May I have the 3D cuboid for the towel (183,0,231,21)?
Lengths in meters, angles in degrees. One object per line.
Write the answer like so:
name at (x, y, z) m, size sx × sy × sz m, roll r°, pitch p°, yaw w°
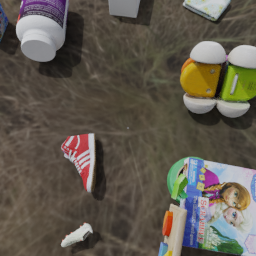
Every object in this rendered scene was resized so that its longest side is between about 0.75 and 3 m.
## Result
towel at (2.858, -4.562, 10.146) m, size 1.400 × 0.337 × 1.199 m, roll 33°, pitch 72°, yaw 14°

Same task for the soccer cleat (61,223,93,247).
soccer cleat at (-1.201, 2.569, 6.585) m, size 0.790 × 0.274 × 0.307 m, roll -35°, pitch 59°, yaw -12°

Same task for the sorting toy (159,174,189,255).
sorting toy at (0.958, 2.110, 6.106) m, size 0.324 × 1.629 × 2.204 m, roll 11°, pitch 79°, yaw 3°

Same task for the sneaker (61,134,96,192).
sneaker at (-1.325, 0.917, 7.459) m, size 0.934 × 0.592 × 1.661 m, roll -1°, pitch 58°, yaw -5°

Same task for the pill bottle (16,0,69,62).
pill bottle at (-2.719, -3.502, 9.009) m, size 1.473 × 1.473 × 2.620 m, roll 0°, pitch 65°, yaw 0°

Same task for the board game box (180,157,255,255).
board game box at (2.315, 1.921, 6.815) m, size 2.063 × 0.425 × 2.068 m, roll 10°, pitch 72°, yaw -5°

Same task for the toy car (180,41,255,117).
toy car at (2.635, -1.492, 8.115) m, size 2.253 × 1.972 × 1.690 m, roll 7°, pitch 29°, yaw 4°

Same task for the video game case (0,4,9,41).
video game case at (-4.391, -3.559, 9.205) m, size 0.265 × 1.168 × 1.059 m, roll 9°, pitch 66°, yaw 2°

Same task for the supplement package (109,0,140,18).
supplement package at (-0.047, -4.949, 9.933) m, size 1.006 × 1.019 × 1.680 m, roll 9°, pitch 66°, yaw 4°

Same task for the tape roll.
tape roll at (1.676, 1.401, 7.277) m, size 1.278 × 0.307 × 1.278 m, roll 2°, pitch 73°, yaw -7°
